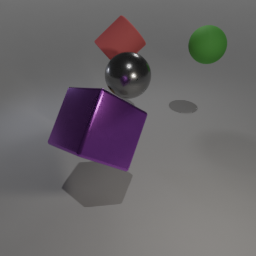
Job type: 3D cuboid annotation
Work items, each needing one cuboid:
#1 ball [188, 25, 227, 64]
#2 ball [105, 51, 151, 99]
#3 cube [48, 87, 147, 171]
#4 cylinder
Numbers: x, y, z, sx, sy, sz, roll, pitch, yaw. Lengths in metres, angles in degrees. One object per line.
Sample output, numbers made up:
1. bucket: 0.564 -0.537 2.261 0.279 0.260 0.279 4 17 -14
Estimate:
1. ball: 2.977 -3.111 10.493 1.400 1.400 1.400 0 29 0
2. ball: 0.000 -1.581 8.440 1.400 1.400 1.400 0 29 0
3. cube: -0.681 0.006 6.278 1.400 1.400 1.400 25 -9 -40
4. cylinder: -0.293 -3.191 10.504 1.400 1.400 1.400 -42 32 7
